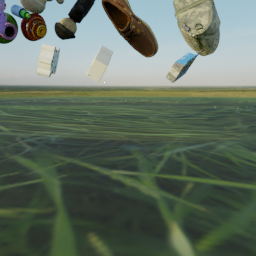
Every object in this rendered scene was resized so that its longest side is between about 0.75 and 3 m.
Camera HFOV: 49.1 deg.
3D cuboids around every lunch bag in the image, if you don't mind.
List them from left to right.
[{"bbox_3d":[2.700,-3.893,10.572,1.493,1.797,2.143,-17,-19,22],"label":"lunch bag"}]

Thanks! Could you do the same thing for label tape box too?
[{"bbox_3d":[1.478,-1.712,7.500,0.672,0.295,0.931,-39,-11,-33],"label":"label tape box"}]

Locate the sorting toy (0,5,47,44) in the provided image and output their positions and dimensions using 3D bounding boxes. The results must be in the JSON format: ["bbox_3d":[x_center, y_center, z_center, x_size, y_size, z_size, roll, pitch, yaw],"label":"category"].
[{"bbox_3d":[-3.380,-3.250,8.985,0.799,1.170,1.947,32,40,32],"label":"sorting toy"}]

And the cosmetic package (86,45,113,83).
[{"bbox_3d":[-0.828,-1.933,8.340,0.436,0.620,1.223,28,33,-13],"label":"cosmetic package"}]

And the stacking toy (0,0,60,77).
[{"bbox_3d":[-1.918,-2.201,4.133,2.022,2.681,0.630,12,14,-8],"label":"stacking toy"}]

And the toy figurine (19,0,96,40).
[{"bbox_3d":[-1.665,-2.767,5.564,1.723,1.218,1.750,38,6,19],"label":"toy figurine"}]

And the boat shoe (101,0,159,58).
[{"bbox_3d":[0.018,-2.560,7.168,0.718,1.996,0.674,-26,27,35],"label":"boat shoe"}]
